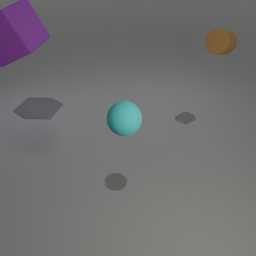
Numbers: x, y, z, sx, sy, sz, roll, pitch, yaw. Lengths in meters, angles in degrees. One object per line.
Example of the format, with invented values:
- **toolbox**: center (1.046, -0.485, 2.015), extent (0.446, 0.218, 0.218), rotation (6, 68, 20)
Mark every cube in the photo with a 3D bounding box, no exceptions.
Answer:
- **cube**: center (-3.669, -3.058, 8.994), extent (1.400, 1.400, 1.400), rotation (-15, 32, 26)

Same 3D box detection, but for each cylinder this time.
- **cylinder**: center (2.771, -2.544, 8.302), extent (0.700, 0.700, 0.700), rotation (26, 27, 34)

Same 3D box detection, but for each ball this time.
- **ball**: center (-0.076, -0.186, 5.581), extent (0.700, 0.700, 0.700), rotation (0, 33, 0)
